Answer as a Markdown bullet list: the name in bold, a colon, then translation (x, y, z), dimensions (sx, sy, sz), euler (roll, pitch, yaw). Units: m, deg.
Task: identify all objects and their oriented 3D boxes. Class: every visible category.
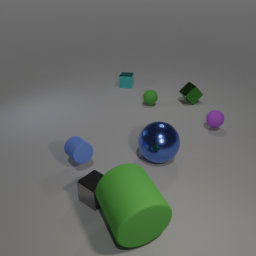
- **cylinder**: translation (-1.574, 0.694, 8.933), dimensions (0.700, 0.700, 0.700), euler (-20, 30, -31)
- **cube**: translation (-0.929, 1.732, 7.858), dimensions (0.700, 0.700, 0.700), euler (23, 37, 34)
- **cylinder**: translation (0.104, 1.800, 6.650), dimensions (1.400, 1.400, 1.400), euler (-13, 38, -21)
- **ball**: translation (1.034, 0.474, 9.363), dimensions (1.400, 1.400, 1.400), euler (0, 30, 0)
- **cube**: translation (3.061, -1.694, 13.613), dimensions (0.700, 0.700, 0.700), euler (-45, 33, 9)
- **ball**: translation (3.517, -0.376, 11.287), dimensions (0.700, 0.700, 0.700), euler (0, 30, 0)
- **cube**: translation (-0.073, -2.664, 15.597), dimensions (0.700, 0.700, 0.700), euler (6, 30, 10)
- **ball**: translation (1.076, -1.481, 13.395), dimensions (0.700, 0.700, 0.700), euler (0, 30, 0)
